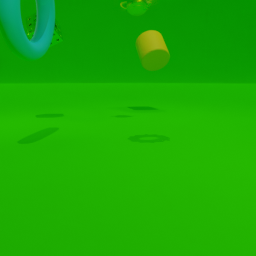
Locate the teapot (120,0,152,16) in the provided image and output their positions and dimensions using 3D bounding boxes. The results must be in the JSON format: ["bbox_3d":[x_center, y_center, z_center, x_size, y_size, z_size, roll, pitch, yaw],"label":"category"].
[{"bbox_3d":[0.322,-3.965,8.903,1.146,0.561,0.712,-7,-11,5],"label":"teapot"}]

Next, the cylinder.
[{"bbox_3d":[1.102,-3.500,12.716,1.297,1.297,1.297,-10,-33,-6],"label":"cylinder"}]

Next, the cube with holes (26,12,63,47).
[{"bbox_3d":[-2.851,-3.366,9.560,0.835,0.835,0.835,-21,-27,11],"label":"cube with holes"}]

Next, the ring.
[{"bbox_3d":[-2.044,-2.441,5.809,0.412,2.062,2.062,7,11,6],"label":"ring"}]
